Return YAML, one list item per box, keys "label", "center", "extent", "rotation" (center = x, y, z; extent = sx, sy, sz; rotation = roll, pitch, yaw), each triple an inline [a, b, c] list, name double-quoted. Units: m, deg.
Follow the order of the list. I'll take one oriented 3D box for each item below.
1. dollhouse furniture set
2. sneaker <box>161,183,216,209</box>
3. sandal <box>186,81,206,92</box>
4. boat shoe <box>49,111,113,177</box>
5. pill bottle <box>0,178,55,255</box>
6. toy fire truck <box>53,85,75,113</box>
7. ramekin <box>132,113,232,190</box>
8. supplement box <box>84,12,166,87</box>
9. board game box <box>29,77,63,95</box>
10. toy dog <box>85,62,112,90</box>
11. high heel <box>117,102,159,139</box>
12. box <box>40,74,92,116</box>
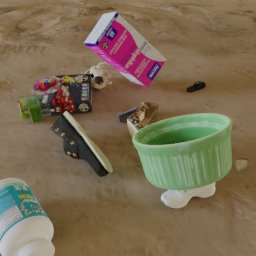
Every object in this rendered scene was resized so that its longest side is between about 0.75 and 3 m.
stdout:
- label: "dollhouse furniture set"
  center: [-3.837, -0.950, 10.945]
  extent: [0.876, 0.676, 1.752]
  rotation: [-17, 41, -21]
- label: "sneaker"
  center: [1.651, 1.627, 7.636]
  extent: [1.693, 0.737, 0.631]
  rotation: [-17, 42, -19]
- label: "sandal"
  center: [3.076, -1.872, 12.446]
  extent: [1.102, 0.264, 0.414]
  rotation: [-26, 45, -29]
- label: "boat shoe"
  center: [-1.504, 0.599, 8.817]
  extent: [0.908, 1.060, 2.898]
  rotation: [-43, 55, -6]
- label: "pill bottle"
  center: [-2.521, 2.224, 6.523]
  extent: [1.183, 1.183, 2.135]
  rotation: [-26, 46, -29]
- label: "toy fire truck"
  center: [-2.120, -0.959, 9.545]
  extent: [0.479, 0.855, 0.718]
  rotation: [-9, 51, 26]
- label: "ramekin"
  center: [1.555, 0.600, 7.767]
  extent: [2.679, 1.309, 2.679]
  rotation: [-13, 14, 3]
- label: "supplement box"
  center: [-0.086, -3.116, 11.420]
  extent: [1.464, 2.893, 1.495]
  rotation: [-56, 31, 0]
- label: "board game box"
  center: [-3.369, -1.855, 11.517]
  extent: [1.153, 0.284, 1.460]
  rotation: [1, 39, 6]
- label: "toy dog"
  center: [-1.277, -2.273, 12.435]
  extent: [1.209, 0.870, 1.247]
  rotation: [7, 45, -15]
- label: "high heel"
  center: [0.744, -0.256, 9.887]
  extent: [1.661, 0.832, 2.330]
  rotation: [-20, 33, -15]
- label: "box"
  center: [-2.468, -1.440, 11.638]
  extent: [1.938, 0.590, 2.404]
  rotation: [-5, 38, -2]
